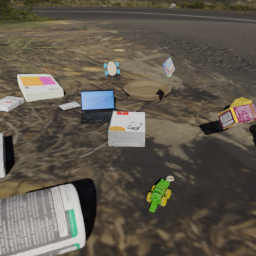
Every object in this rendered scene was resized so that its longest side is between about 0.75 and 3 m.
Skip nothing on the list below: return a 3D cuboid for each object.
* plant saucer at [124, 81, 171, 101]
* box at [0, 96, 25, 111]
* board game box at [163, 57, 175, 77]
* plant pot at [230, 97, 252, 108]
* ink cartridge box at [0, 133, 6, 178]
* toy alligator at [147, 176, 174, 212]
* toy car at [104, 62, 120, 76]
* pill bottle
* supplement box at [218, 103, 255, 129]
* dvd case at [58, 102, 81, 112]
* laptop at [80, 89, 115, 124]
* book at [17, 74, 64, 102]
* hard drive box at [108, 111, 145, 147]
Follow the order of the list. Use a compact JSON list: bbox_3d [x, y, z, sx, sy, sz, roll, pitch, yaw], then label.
[{"bbox_3d":[1.030,-1.998,14.943,2.494,0.367,2.494,-1,27,0],"label":"plant saucer"},{"bbox_3d":[-5.763,-1.177,13.468,0.956,0.252,1.226,9,29,16],"label":"box"},{"bbox_3d":[1.542,-2.288,10.518,0.130,0.510,0.753,-11,28,30],"label":"board game box"},{"bbox_3d":[4.940,-0.841,12.164,0.822,0.841,0.817,-17,32,-31],"label":"plant pot"},{"bbox_3d":[-5.004,0.990,9.008,1.925,0.483,2.218,-9,29,-20],"label":"ink cartridge box"},{"bbox_3d":[0.945,1.646,7.739,0.495,0.453,1.669,13,30,23],"label":"toy alligator"},{"bbox_3d":[-1.071,-3.755,18.146,0.937,0.899,1.016,-9,1,-8],"label":"toy car"},{"bbox_3d":[-2.232,2.102,5.816,2.481,1.403,1.403,-9,29,-19],"label":"pill bottle"},{"bbox_3d":[3.415,-0.369,8.658,0.998,0.515,0.653,-12,-14,-22],"label":"supplement box"},{"bbox_3d":[-2.766,-1.027,13.354,0.939,0.082,0.670,-18,32,-32],"label":"dvd case"},{"bbox_3d":[-1.313,-0.977,12.364,1.550,0.903,1.749,-4,27,-6],"label":"laptop"},{"bbox_3d":[-4.799,-2.269,15.209,1.892,0.681,2.832,-11,30,-24],"label":"book"},{"bbox_3d":[-0.013,0.012,10.705,1.323,0.652,1.697,1,27,1],"label":"hard drive box"}]
